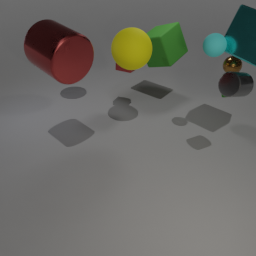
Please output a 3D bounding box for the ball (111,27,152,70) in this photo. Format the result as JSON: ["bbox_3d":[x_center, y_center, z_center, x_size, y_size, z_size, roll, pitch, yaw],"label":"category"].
[{"bbox_3d":[0.126,-2.695,9.567,1.400,1.400,1.400,0,32,0],"label":"ball"}]

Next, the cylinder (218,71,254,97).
[{"bbox_3d":[3.040,-1.226,7.893,0.700,0.700,0.700,-6,29,-37],"label":"cylinder"}]

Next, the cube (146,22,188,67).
[{"bbox_3d":[1.563,-3.670,12.477,1.400,1.400,1.400,11,47,48],"label":"cube"}]

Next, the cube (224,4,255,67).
[{"bbox_3d":[3.988,-2.799,8.748,1.400,1.400,1.400,38,29,29],"label":"cube"}]

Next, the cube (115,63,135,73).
[{"bbox_3d":[-0.036,-2.712,11.377,0.700,0.700,0.700,16,31,20],"label":"cube"}]

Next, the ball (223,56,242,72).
[{"bbox_3d":[3.949,-2.373,10.592,0.700,0.700,0.700,0,32,0],"label":"ball"}]

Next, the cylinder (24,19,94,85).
[{"bbox_3d":[-1.907,-2.112,7.763,1.400,1.400,1.400,-28,49,-37],"label":"cylinder"}]

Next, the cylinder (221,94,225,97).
[{"bbox_3d":[4.060,-1.614,11.151,0.700,0.700,0.700,-9,7,1],"label":"cylinder"}]

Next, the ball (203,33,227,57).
[{"bbox_3d":[2.629,-2.515,8.503,0.700,0.700,0.700,0,32,0],"label":"ball"}]
